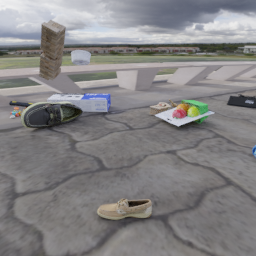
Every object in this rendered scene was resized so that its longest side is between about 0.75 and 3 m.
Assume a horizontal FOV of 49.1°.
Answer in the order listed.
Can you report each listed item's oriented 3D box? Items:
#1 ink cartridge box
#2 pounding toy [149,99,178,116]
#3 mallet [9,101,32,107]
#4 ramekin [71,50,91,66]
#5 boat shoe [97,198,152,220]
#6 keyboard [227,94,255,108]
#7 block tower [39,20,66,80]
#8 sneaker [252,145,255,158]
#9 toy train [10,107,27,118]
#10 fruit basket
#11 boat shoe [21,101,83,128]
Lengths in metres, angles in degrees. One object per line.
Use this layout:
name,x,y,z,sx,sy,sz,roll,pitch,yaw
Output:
ink cartridge box,-2.402,-1.294,14.083,2.924,0.647,1.375,1,20,3
pounding toy,1.613,-1.072,13.192,1.374,0.788,0.786,-13,27,-34
mallet,-4.109,-1.048,13.132,2.811,0.578,0.926,10,24,14
ramekin,-2.332,-3.443,13.854,0.969,0.472,0.969,1,-7,0
boat shoe,-0.072,1.629,5.803,1.121,0.362,0.400,-1,19,-4
keyboard,6.424,-1.285,14.766,2.153,0.427,1.121,12,45,28
block tower,-2.088,-2.092,7.685,0.469,1.737,0.502,26,50,1
sneaker,4.310,0.597,8.574,0.786,0.567,1.496,14,24,37
toy train,-4.773,-0.749,12.913,1.296,0.360,0.973,-6,19,-19
fruit basket,2.396,-0.544,11.945,1.881,0.882,1.742,-25,27,-20
boat shoe,-2.998,-0.590,11.459,0.912,0.992,2.775,7,15,33
